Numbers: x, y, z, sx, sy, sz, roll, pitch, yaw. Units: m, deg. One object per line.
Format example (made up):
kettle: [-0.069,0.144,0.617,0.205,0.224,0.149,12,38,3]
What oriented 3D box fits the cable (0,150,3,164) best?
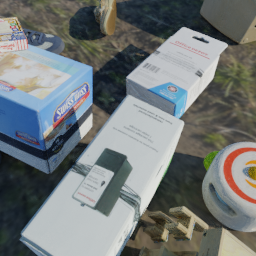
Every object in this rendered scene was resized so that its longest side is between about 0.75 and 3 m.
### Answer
cable: [-3.970,0.700,6.684,1.940,0.493,1.583,-32,51,-30]

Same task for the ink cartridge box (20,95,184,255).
ink cartridge box: [-0.292,1.246,5.189,1.245,2.196,2.996,27,60,14]

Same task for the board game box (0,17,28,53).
board game box: [-2.874,-2.153,6.439,0.875,0.267,1.155,-14,49,-22]

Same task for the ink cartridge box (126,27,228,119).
ink cartridge box: [1.415,-1.572,7.932,1.609,0.941,2.774,32,62,23]

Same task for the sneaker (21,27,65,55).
sneaker: [-3.477,-2.776,8.696,2.866,1.175,1.005,-3,54,-2]

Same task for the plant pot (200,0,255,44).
plant pot: [4.119,-4.157,9.188,2.312,2.315,2.049,-16,67,-11]

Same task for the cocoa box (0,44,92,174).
cocoa box: [-2.511,-0.678,6.538,2.895,1.899,1.930,22,45,15]

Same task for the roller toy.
roller toy: [2.493,1.188,5.803,1.810,1.265,1.651,12,55,9]

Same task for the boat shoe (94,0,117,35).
boat shoe: [-0.825,-3.909,9.827,0.701,0.774,2.173,-1,44,5]

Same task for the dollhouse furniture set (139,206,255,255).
dollhouse furniture set: [1.123,2.471,4.679,1.374,2.068,1.813,39,52,-16]
